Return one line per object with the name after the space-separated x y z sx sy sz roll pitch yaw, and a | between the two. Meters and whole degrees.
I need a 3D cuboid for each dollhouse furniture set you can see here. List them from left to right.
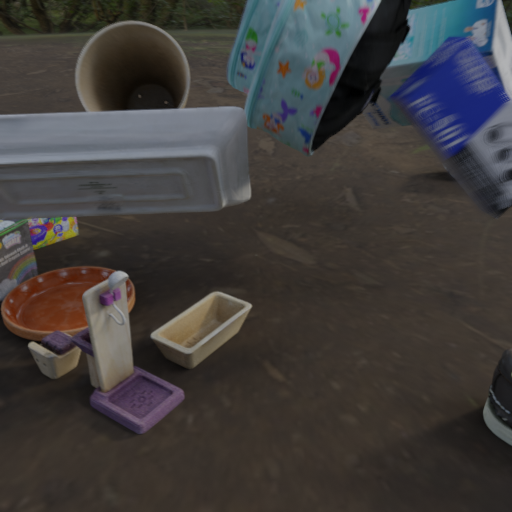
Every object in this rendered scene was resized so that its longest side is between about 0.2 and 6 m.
-1.311 0.504 6.820 1.844 1.652 2.328 18 32 31 | dollhouse furniture set

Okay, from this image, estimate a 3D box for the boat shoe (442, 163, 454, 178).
5.860 -2.390 13.289 2.937 1.085 1.252 -9 24 3 | boat shoe

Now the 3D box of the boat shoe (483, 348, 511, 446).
3.695 1.750 5.235 2.939 0.885 1.048 18 32 31 | boat shoe

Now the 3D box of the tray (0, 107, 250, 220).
-1.882 -0.931 6.595 3.613 1.940 0.401 -2 67 1 | tray

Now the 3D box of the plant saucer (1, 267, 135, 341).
-2.638 0.686 7.974 1.803 0.291 1.803 1 27 0 | plant saucer

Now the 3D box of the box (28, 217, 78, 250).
-4.292 -0.767 10.094 1.444 0.914 1.499 24 35 38 | box

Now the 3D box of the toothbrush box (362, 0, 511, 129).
3.016 -3.286 9.885 2.655 1.132 1.944 1 -17 35 | toothbrush box

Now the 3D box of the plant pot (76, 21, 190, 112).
-1.720 -2.444 8.457 1.549 1.549 1.654 -1 2 -3 | plant pot

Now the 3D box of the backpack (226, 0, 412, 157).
0.700 -2.353 6.531 1.779 2.098 2.364 27 36 3 | backpack

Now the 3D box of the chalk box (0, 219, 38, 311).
-3.915 -0.092 8.159 0.919 1.485 0.924 11 29 20 | chalk box

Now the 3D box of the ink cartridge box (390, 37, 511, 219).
2.827 -1.605 7.245 1.050 2.233 0.494 -45 25 8 | ink cartridge box
